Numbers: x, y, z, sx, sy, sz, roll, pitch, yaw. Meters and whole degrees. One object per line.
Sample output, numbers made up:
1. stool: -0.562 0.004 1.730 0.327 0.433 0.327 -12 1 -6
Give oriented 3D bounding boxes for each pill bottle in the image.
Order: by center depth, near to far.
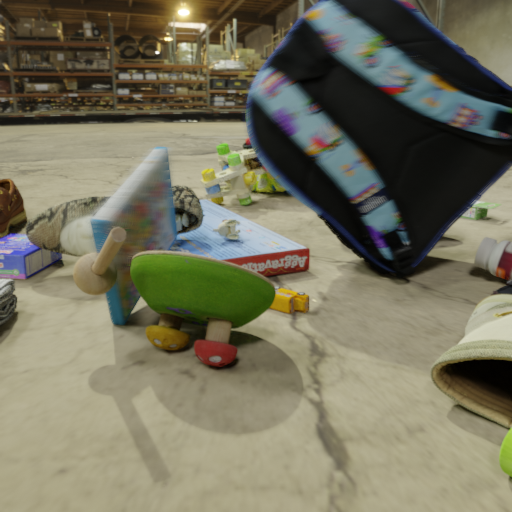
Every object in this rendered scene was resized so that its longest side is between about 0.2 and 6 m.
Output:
1. pill bottle: 3.904 0.103 8.462 1.040 0.570 0.570 23 27 32

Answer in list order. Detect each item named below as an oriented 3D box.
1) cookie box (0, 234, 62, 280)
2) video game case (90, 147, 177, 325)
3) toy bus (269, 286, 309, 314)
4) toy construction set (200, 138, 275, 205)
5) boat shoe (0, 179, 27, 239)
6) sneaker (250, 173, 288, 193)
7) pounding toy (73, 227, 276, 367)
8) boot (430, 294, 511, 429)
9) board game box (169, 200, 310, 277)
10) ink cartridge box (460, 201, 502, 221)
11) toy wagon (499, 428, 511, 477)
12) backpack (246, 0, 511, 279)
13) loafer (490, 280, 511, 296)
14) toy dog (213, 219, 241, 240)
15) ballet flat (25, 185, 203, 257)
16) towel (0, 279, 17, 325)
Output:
1. cookie box: -3.953 -0.003 9.281 0.985 0.433 1.152 3 17 11
2. video game case: -1.549 -0.338 7.538 0.192 1.542 2.155 5 34 10
3. toy bus: 0.341 0.597 7.621 0.764 0.249 0.299 12 21 35
4. toy construction set: 0.440 -2.274 14.403 3.618 1.667 2.372 0 28 0
5. boat shoe: -5.492 -0.921 11.344 1.060 0.995 2.946 -2 17 -5
6. sneaker: 0.412 -2.198 16.160 2.561 0.970 1.345 17 6 43
7. pounding toy: -0.881 0.608 6.129 2.154 0.999 1.662 19 -18 -26
8. boot: 3.040 1.008 5.215 2.393 0.863 1.851 5 16 35
9. board game box: -1.158 -0.385 10.538 2.330 0.440 4.527 -7 18 -25
10. ink cartridge box: 4.971 -1.068 12.962 1.170 0.347 0.607 16 23 42
11. toy wagon: 3.270 1.558 3.903 2.806 0.555 2.177 -11 20 -32
12. backpack: 1.828 -2.046 8.928 3.748 3.421 2.521 39 14 -5
13. loafer: 4.209 0.335 7.543 2.503 0.788 0.900 -6 18 -18
14. toy dog: -0.487 -0.452 9.548 0.474 0.341 0.488 -16 12 2
15. ballet flat: -2.175 -0.477 8.903 2.811 0.953 1.058 -13 40 -17
16. towel: -3.644 0.680 6.926 1.022 0.528 1.235 0 15 -5
